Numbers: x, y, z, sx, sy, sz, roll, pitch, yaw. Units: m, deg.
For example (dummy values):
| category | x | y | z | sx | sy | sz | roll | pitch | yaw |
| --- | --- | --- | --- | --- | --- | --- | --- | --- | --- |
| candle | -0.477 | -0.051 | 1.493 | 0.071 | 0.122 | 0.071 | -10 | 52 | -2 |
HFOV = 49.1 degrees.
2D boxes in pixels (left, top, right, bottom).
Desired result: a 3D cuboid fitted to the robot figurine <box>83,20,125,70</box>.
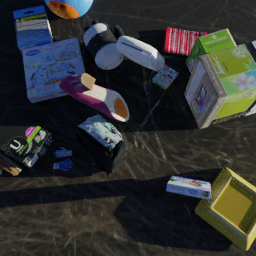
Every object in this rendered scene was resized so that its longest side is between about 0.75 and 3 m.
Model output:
| category | x | y | z | sx | sy | sz | roll | pitch | yaw |
| --- | --- | --- | --- | --- | --- | --- | --- | --- | --- |
| robot figurine | -1.083 | -3.644 | 12.351 | 1.404 | 1.691 | 2.251 | -16 | 67 | -32 |

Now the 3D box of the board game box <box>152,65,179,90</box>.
| category | x | y | z | sx | sy | sz | roll | pitch | yaw |
| --- | --- | --- | --- | --- | --- | --- | --- | --- | --- |
| board game box | 1.652 | -2.249 | 12.404 | 0.760 | 0.200 | 0.993 | 37 | 73 | 14 |

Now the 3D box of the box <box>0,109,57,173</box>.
| category | x | y | z | sx | sy | sz | roll | pitch | yaw |
| --- | --- | --- | --- | --- | --- | --- | --- | --- | --- |
| box | -4.037 | 0.515 | 10.725 | 1.989 | 1.236 | 1.477 | 29 | 70 | 12 |

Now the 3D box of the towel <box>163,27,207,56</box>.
| category | x | y | z | sx | sy | sz | roll | pitch | yaw |
| --- | --- | --- | --- | --- | --- | --- | --- | --- | --- |
| towel | 2.683 | -4.018 | 13.113 | 1.983 | 0.223 | 1.434 | 9 | 69 | 4 |

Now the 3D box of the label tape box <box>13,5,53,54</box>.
| category | x | y | z | sx | sy | sz | roll | pitch | yaw |
| --- | --- | --- | --- | --- | --- | --- | --- | --- | --- |
| label tape box | -4.410 | -4.575 | 13.088 | 1.515 | 0.665 | 2.101 | -13 | 69 | -5 |

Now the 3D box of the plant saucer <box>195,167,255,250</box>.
| category | x | y | z | sx | sy | sz | roll | pitch | yaw |
| --- | --- | --- | --- | --- | --- | --- | --- | --- | --- |
| plant saucer | 3.948 | 2.815 | 10.147 | 2.210 | 0.536 | 2.211 | 36 | 72 | 16 |

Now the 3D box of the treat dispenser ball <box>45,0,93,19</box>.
| category | x | y | z | sx | sy | sz | roll | pitch | yaw |
| --- | --- | --- | --- | --- | --- | --- | --- | --- | --- |
| treat dispenser ball | -2.756 | -6.269 | 12.928 | 2.302 | 2.302 | 2.302 | 0 | 68 | 0 |

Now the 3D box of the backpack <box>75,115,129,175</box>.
| category | x | y | z | sx | sy | sz | roll | pitch | yaw |
| --- | --- | --- | --- | --- | --- | --- | --- | --- | --- |
| backpack | -1.003 | 0.534 | 10.642 | 2.096 | 1.749 | 1.327 | 40 | 53 | 18 |

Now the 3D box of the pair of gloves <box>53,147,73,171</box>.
| category | x | y | z | sx | sy | sz | roll | pitch | yaw |
| --- | --- | --- | --- | --- | --- | --- | --- | --- | --- |
| pair of gloves | -2.578 | 1.207 | 11.064 | 0.788 | 0.112 | 0.980 | -4 | 69 | -2 |

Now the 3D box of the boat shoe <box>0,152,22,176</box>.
| category | x | y | z | sx | sy | sz | roll | pitch | yaw |
| --- | --- | --- | --- | --- | --- | --- | --- | --- | --- |
| boat shoe | -5.227 | 1.274 | 10.581 | 2.698 | 0.971 | 0.917 | 22 | 62 | 22 |

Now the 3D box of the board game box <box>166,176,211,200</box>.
| category | x | y | z | sx | sy | sz | roll | pitch | yaw |
| --- | --- | --- | --- | --- | --- | --- | --- | --- | --- |
| board game box | 2.144 | 2.051 | 9.793 | 1.428 | 1.425 | 0.294 | 8 | 93 | 14 |

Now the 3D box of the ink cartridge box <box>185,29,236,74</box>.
| category | x | y | z | sx | sy | sz | roll | pitch | yaw |
| --- | --- | --- | --- | --- | --- | --- | --- | --- | --- |
| ink cartridge box | 4.024 | -3.217 | 11.787 | 2.677 | 1.978 | 1.014 | -20 | 76 | -8 |

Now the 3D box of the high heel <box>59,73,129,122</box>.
| category | x | y | z | sx | sy | sz | roll | pitch | yaw |
| --- | --- | --- | --- | --- | --- | --- | --- | --- | --- |
| high heel | -1.151 | -0.966 | 10.077 | 1.306 | 2.722 | 0.917 | -5 | 63 | 42 |

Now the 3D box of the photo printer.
| category | x | y | z | sx | sy | sz | roll | pitch | yaw |
| --- | --- | --- | --- | --- | --- | --- | --- | --- | --- |
| photo printer | 0.518 | -3.068 | 11.531 | 1.699 | 2.042 | 0.709 | 28 | 99 | 18 |

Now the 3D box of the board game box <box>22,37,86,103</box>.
| category | x | y | z | sx | sy | sz | roll | pitch | yaw |
| --- | --- | --- | --- | --- | --- | --- | --- | --- | --- |
| board game box | -3.213 | -2.580 | 12.326 | 2.563 | 0.527 | 2.557 | -13 | 69 | -3 |

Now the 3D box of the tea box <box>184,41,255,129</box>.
| category | x | y | z | sx | sy | sz | roll | pitch | yaw |
| --- | --- | --- | --- | --- | --- | --- | --- | --- | --- |
| tea box | 3.931 | -1.576 | 10.737 | 2.725 | 2.770 | 1.851 | -17 | 69 | -7 |
